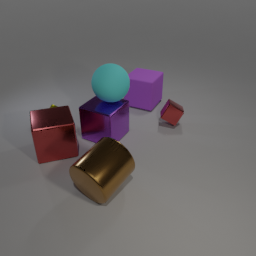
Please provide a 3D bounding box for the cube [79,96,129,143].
[{"bbox_3d":[-0.875,-0.323,10.776,1.400,1.400,1.400,16,36,24],"label":"cube"}]

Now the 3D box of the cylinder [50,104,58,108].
[{"bbox_3d":[-2.984,-0.496,11.439,0.700,0.700,0.700,21,77,30],"label":"cylinder"}]

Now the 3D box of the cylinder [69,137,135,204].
[{"bbox_3d":[-0.739,1.211,8.164,1.400,1.400,1.400,22,50,31],"label":"cylinder"}]

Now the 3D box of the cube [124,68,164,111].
[{"bbox_3d":[0.731,-1.830,13.024,1.400,1.400,1.400,14,35,23],"label":"cube"}]

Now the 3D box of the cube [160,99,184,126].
[{"bbox_3d":[1.796,-0.646,11.453,0.700,0.700,0.700,28,23,-8],"label":"cube"}]

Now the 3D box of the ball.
[{"bbox_3d":[-0.635,-1.641,10.232,1.400,1.400,1.400,0,32,0],"label":"ball"}]

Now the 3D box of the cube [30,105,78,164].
[{"bbox_3d":[-2.629,0.198,9.957,1.400,1.400,1.400,-10,34,-15],"label":"cube"}]
